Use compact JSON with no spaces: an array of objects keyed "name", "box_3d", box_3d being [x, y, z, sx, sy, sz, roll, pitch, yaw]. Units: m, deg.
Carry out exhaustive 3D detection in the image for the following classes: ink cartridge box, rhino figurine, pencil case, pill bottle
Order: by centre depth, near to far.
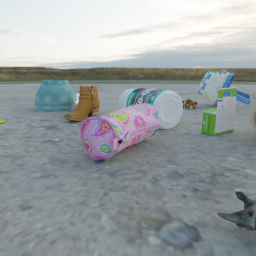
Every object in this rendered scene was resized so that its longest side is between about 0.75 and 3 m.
[{"name":"rhino figurine","box_3d":[2.363,1.151,3.715,2.343,0.700,1.024,-2,4,1]},{"name":"pencil case","box_3d":[-0.097,0.031,7.760,1.204,1.204,2.753,7,14,28]},{"name":"ink cartridge box","box_3d":[3.188,-0.621,9.770,1.174,1.588,0.602,-10,15,-37]},{"name":"pill bottle","box_3d":[0.796,-0.864,11.219,1.463,1.463,2.587,-8,15,-34]}]

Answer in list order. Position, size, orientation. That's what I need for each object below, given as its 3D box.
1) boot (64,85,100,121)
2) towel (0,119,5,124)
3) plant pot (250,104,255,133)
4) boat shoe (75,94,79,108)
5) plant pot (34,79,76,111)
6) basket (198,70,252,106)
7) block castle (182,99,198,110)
[{"name":"boot","box_3d":[-2.023,-1.093,12.164,0.713,1.497,1.935,9,15,35]},{"name":"towel","box_3d":[-5.389,-0.265,11.775,0.339,0.071,0.787,-13,18,-28]},{"name":"plant pot","box_3d":[4.984,-0.553,8.623,2.108,2.303,2.303,-26,24,-30]},{"name":"boat shoe","box_3d":[-2.257,-1.168,14.240,0.840,0.859,2.425,-1,21,-8]},{"name":"plant pot","box_3d":[-4.050,-1.895,15.666,2.387,1.599,2.387,1,12,0]},{"name":"basket","box_3d":[5.734,-2.191,16.322,2.940,2.045,2.593,30,21,13]},{"name":"block castle","box_3d":[3.305,-1.354,15.734,1.074,0.504,0.718,12,16,43]}]
